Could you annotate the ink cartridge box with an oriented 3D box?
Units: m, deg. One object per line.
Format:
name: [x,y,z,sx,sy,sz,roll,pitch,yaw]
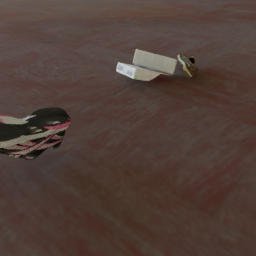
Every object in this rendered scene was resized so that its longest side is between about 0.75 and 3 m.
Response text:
ink cartridge box: [0.677,-2.338,12.009,1.900,0.476,1.529,5,18,-33]

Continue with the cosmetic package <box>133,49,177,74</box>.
cosmetic package: [1.183,-2.880,12.228,1.824,0.675,0.927,14,11,4]

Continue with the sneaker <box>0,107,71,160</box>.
sneaker: [-2.659,0.362,6.862,2.674,1.154,1.074,-11,40,-35]

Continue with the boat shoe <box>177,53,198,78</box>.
boat shoe: [2.772,-2.938,12.699,0.677,0.676,1.830,-35,37,23]
